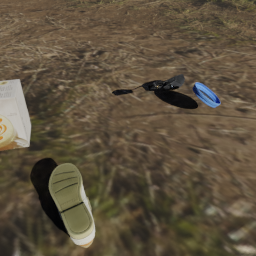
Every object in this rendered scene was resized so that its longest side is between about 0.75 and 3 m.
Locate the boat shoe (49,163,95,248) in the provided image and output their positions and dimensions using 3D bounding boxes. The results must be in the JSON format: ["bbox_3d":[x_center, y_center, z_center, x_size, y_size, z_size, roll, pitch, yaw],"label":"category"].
[{"bbox_3d":[-1.183,1.581,5.869,0.730,0.668,1.952,-15,40,-13],"label":"boat shoe"}]

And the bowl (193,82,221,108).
[{"bbox_3d":[2.507,-1.052,8.997,1.033,0.203,1.033,28,31,-18],"label":"bowl"}]

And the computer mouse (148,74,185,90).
[{"bbox_3d":[1.363,-1.459,9.545,0.735,0.427,2.507,-20,3,34],"label":"computer mouse"}]

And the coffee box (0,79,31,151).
[{"bbox_3d":[-4.359,-0.233,7.644,2.966,1.696,1.182,-7,37,-10],"label":"coffee box"}]
